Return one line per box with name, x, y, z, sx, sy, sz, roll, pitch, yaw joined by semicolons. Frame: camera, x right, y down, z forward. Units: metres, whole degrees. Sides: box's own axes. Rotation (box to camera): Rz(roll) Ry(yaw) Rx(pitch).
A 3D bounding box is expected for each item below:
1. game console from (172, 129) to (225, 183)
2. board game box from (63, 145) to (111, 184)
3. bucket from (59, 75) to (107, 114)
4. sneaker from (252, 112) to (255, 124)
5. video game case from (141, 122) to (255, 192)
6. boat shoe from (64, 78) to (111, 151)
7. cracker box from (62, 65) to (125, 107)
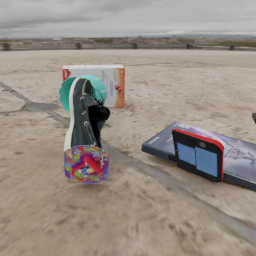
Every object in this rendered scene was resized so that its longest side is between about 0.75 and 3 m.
game console;1.342;0.553;5.404;1.014;1.147;0.178;16;51;31
board game box;-0.780;0.776;5.204;0.851;1.078;0.210;6;40;-5
bucket;-1.418;-1.067;9.123;1.419;1.419;0.923;8;20;21
sneaker;3.618;0.121;6.225;1.765;0.801;0.670;54;16;22
video game case;1.919;0.528;6.630;2.643;0.251;1.888;17;26;29
boat shoe;-0.848;-0.216;6.488;0.891;1.004;2.686;-11;46;11
cracker box;-1.335;-1.643;11.113;2.392;1.602;0.690;-3;24;-7
